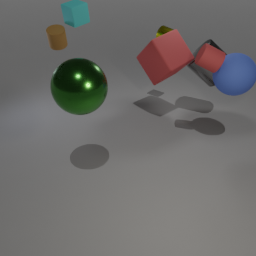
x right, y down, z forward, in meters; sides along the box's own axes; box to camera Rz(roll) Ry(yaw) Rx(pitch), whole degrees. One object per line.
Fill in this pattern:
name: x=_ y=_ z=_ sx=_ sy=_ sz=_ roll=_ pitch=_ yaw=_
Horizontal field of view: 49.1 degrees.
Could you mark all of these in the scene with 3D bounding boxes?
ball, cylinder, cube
ball: x=-1.198 y=-1.017 z=6.935 sx=1.400 sy=1.400 sz=1.400 roll=0 pitch=29 yaw=0
cylinder: x=-2.704 y=-3.449 z=10.665 sx=0.700 sy=0.700 sz=0.700 roll=0 pitch=51 yaw=0
ball: x=3.557 y=-1.784 z=9.356 sx=1.400 sy=1.400 sz=1.400 roll=0 pitch=29 yaw=0
cube: x=1.474 y=-2.805 z=11.208 sx=1.400 sy=1.400 sz=1.400 roll=-32 pitch=0 yaw=-28
cube: x=-1.894 y=-4.145 z=10.122 sx=0.700 sy=0.700 sz=0.700 roll=-34 pitch=50 yaw=-28
cylinder: x=3.400 y=-2.675 z=11.599 sx=1.400 sy=1.400 sz=1.400 roll=39 pitch=30 yaw=-10
cylinder: x=2.605 y=-2.220 z=8.916 sx=0.700 sy=0.700 sz=0.700 roll=25 pitch=29 yaw=-8
cylinder: x=1.678 y=-3.940 z=12.008 sx=0.700 sy=0.700 sz=0.700 roll=34 pitch=42 yaw=27
